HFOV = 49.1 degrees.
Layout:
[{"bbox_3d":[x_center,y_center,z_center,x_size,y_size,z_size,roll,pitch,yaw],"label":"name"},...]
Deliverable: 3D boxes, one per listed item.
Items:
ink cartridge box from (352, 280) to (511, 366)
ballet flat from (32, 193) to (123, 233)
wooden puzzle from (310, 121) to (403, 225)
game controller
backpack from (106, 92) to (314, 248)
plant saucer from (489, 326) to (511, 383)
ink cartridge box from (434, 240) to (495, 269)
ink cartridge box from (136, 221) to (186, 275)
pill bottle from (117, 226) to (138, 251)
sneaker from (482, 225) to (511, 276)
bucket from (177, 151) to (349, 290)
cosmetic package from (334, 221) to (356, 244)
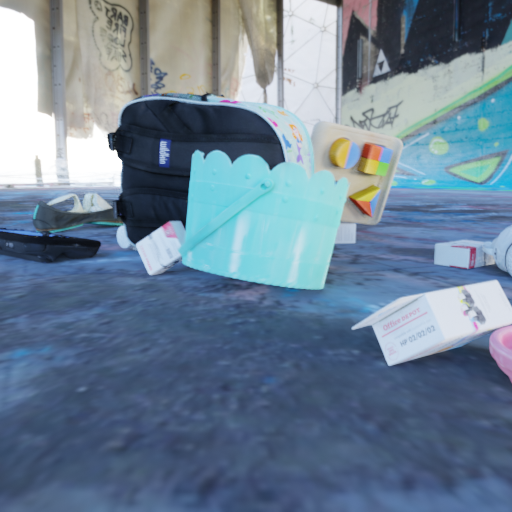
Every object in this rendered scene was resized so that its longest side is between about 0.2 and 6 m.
[{"bbox_3d":[1.555,0.603,4.906,1.257,0.426,0.724,-6,-24,-32],"label":"ink cartridge box"},{"bbox_3d":[-4.739,-1.214,15.412,0.981,0.987,2.884,7,11,35],"label":"ballet flat"},{"bbox_3d":[2.013,-1.653,11.830,2.162,2.003,0.501,6,19,-25],"label":"wooden puzzle"},{"bbox_3d":[-4.429,-0.318,10.977,2.992,0.630,1.561,8,12,38],"label":"game controller"},{"bbox_3d":[-0.619,-1.435,10.395,3.449,3.062,2.597,9,16,29],"label":"backpack"},{"bbox_3d":[2.581,0.878,4.339,1.450,0.367,1.450,1,8,0],"label":"plant saucer"},{"bbox_3d":[3.709,-0.033,9.922,0.926,0.384,0.680,-6,11,-39],"label":"ink cartridge box"},{"bbox_3d":[-1.437,-0.119,8.851,0.781,0.566,0.329,-30,-10,27],"label":"ink cartridge box"},{"bbox_3d":[-2.322,-0.440,11.731,0.625,0.625,1.108,8,12,39],"label":"pill bottle"},{"bbox_3d":[4.848,-0.119,8.813,2.383,0.895,1.369,-4,12,-4],"label":"sneaker"},{"bbox_3d":[0.070,-0.469,7.812,2.370,1.542,2.370,11,2,0],"label":"bucket"},{"bbox_3d":[1.559,-0.540,12.822,1.320,0.470,0.669,0,9,-2],"label":"cosmetic package"}]
